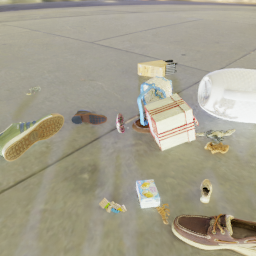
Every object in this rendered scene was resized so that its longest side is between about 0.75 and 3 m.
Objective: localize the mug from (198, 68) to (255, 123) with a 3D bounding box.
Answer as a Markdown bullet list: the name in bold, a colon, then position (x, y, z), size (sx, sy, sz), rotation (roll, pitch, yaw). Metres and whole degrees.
- **mug**: position (4.373, -1.301, 11.063), size (2.571, 2.165, 2.933), rotation (5, 9, -10)

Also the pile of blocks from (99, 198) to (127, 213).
- **pile of blocks**: position (-0.416, 2.222, 7.873), size (0.789, 0.324, 0.245), rotation (18, -8, 11)

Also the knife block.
- **knife block**: position (1.866, -3.695, 16.991), size (2.138, 0.684, 1.877), rotation (12, 33, 20)

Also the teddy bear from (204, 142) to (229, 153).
- **teddy bear**: position (3.242, 0.732, 10.252), size (0.855, 0.285, 0.620), rotation (3, 24, 19)

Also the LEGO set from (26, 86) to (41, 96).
- **LEGO set**: position (-4.898, -2.003, 14.622), size (0.648, 0.283, 0.998), rotation (0, 31, -1)

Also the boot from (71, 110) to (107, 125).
- **boot**: position (-1.601, -0.545, 11.995), size (1.514, 0.566, 0.734), rotation (1, 34, 6)

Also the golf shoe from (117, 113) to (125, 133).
- **golf shoe**: position (-0.344, -0.195, 11.072), size (0.286, 0.789, 0.363), rotation (-12, 13, -32)

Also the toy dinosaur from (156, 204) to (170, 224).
- **toy dinosaur**: position (0.903, 2.250, 7.744), size (0.462, 0.263, 0.871), rotation (-16, 35, -23)

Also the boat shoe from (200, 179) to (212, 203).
- **boat shoe**: position (2.347, 1.821, 8.386), size (0.343, 0.309, 0.950), rotation (10, 33, 16)

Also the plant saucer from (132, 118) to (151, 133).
- **plant saucer**: position (0.712, -0.144, 11.706), size (1.084, 0.187, 1.084), rotation (0, 31, 0)

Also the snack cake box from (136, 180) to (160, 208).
- **snack cake box**: position (0.572, 1.890, 8.130), size (0.542, 0.316, 0.942), rotation (-5, 22, -5)

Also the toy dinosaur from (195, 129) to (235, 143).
- **toy dinosaur**: position (3.236, 0.247, 10.837), size (1.865, 0.443, 0.822), rotation (3, 15, 5)

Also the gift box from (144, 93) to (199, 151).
- **gift box**: position (1.659, -0.209, 10.579), size (1.576, 1.688, 1.557), rotation (-21, 40, -4)

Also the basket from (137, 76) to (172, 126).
- **basket**: position (1.017, -1.123, 11.318), size (1.228, 1.557, 1.766), rotation (23, 54, 26)

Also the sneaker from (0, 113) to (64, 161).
- **sneaker**: position (-3.849, 0.066, 10.587), size (1.272, 0.950, 2.833), rotation (23, 41, 25)

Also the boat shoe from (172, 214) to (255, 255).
- **boat shoe**: position (2.341, 2.435, 6.827), size (2.483, 0.893, 0.896), rotation (10, 33, 16)
